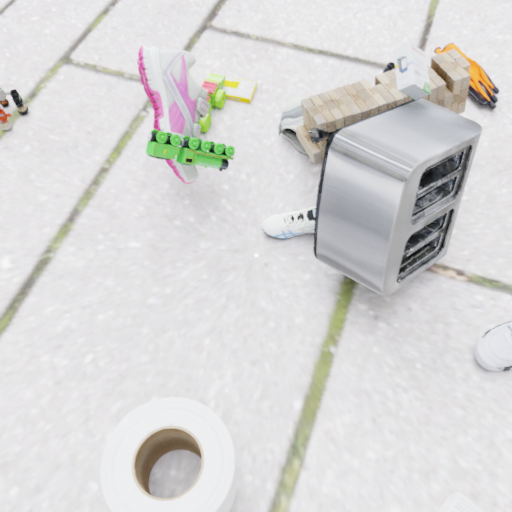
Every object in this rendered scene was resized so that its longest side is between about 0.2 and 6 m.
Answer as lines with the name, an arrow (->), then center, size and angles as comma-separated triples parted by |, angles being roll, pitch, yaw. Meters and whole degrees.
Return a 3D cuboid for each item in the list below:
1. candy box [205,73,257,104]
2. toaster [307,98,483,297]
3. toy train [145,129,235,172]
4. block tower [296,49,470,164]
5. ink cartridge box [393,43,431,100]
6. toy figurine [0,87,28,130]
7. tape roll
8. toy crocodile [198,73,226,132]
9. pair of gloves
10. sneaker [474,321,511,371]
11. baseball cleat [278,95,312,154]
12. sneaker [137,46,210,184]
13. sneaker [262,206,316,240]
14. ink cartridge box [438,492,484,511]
candy box -> -0.652, -3.980, 13.282 | 1.250, 0.165, 0.639 | 13, 61, 9
toaster -> 2.260, -1.024, 9.411 | 2.851, 2.578, 1.692 | -27, 45, -35
toy train -> -1.154, -1.882, 10.124 | 1.848, 0.521, 0.386 | 3, 14, -41
block tower -> 2.471, -2.893, 10.788 | 3.369, 0.974, 0.910 | -21, 52, -4
ink cartridge box -> 2.563, -3.023, 9.197 | 0.546, 0.329, 0.751 | 7, 76, -43
toy figurine -> -5.742, -3.348, 12.648 | 0.886, 0.626, 0.900 | 20, 61, 19
tape roll -> -1.191, 3.118, 8.066 | 1.849, 1.270, 1.849 | 0, 58, 0
toy crocodile -> -1.216, -3.437, 12.639 | 0.699, 0.640, 2.072 | 18, 60, 11
pair of gloves -> 4.319, -4.000, 13.227 | 2.488, 0.308, 2.216 | -20, 61, -9
sneaker -> 4.690, 1.181, 9.343 | 2.105, 1.210, 0.791 | -18, 59, -11
baseball cleat -> 1.864, -2.728, 12.095 | 2.775, 0.968, 1.477 | 6, 62, 18
sneaker -> -1.386, -2.691, 10.624 | 1.164, 2.638, 1.073 | -16, 19, -14
sneaker -> 0.932, -0.706, 10.934 | 1.656, 0.600, 0.595 | -6, 58, -2
ink cartridge box -> 2.827, 4.169, 7.818 | 0.957, 0.541, 1.304 | 36, 64, 20
